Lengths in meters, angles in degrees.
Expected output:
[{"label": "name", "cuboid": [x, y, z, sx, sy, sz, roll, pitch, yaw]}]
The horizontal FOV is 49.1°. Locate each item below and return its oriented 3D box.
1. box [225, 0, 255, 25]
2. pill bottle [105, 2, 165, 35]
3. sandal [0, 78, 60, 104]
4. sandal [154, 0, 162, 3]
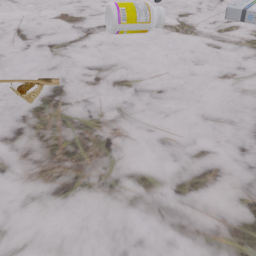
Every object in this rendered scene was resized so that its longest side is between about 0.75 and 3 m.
[{"label": "box", "cuboid": [3.563, -2.963, 7.082, 1.719, 0.354, 1.340, 27, 50, 32]}, {"label": "pill bottle", "cuboid": [0.179, -2.640, 6.731, 1.362, 0.710, 0.710, -9, 43, -20]}, {"label": "sandal", "cuboid": [-2.172, -0.845, 6.417, 0.626, 0.561, 1.706, 5, 13, 26]}, {"label": "sandal", "cuboid": [0.597, -3.114, 6.043, 0.306, 0.805, 0.172, -17, 13, -34]}]
